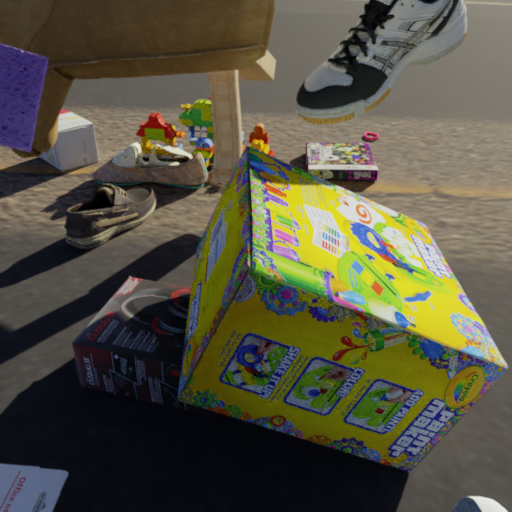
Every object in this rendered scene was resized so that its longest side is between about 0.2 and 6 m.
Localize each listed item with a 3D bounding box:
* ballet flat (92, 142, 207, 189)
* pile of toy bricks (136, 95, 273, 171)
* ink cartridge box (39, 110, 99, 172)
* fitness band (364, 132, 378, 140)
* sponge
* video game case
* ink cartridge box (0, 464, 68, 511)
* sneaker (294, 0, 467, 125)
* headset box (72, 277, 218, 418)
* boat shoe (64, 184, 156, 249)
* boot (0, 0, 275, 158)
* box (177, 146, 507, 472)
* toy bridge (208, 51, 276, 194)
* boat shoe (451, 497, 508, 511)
[{"bbox_3d":[-2.289,-1.981,11.963,2.546,0.856,0.867,2,32,4],"label":"ballet flat"},{"bbox_3d":[-1.085,-2.961,12.914,3.080,1.520,1.709,5,32,9],"label":"pile of toy bricks"},{"bbox_3d":[-4.439,-2.682,12.987,0.960,0.965,1.328,-27,40,-36],"label":"ink cartridge box"},{"bbox_3d":[2.986,-3.107,14.528,0.353,0.092,0.491,1,30,1],"label":"fitness band"},{"bbox_3d":[-2.530,-1.629,5.781,0.561,1.005,0.150,11,-2,-17],"label":"sponge"},{"bbox_3d":[1.909,-2.175,12.809,1.525,0.301,1.683,2,32,3],"label":"video game case"},{"bbox_3d":[-2.521,2.402,5.179,1.435,0.483,0.840,3,32,5],"label":"ink cartridge box"},{"bbox_3d":[1.774,-3.305,8.445,3.270,1.433,1.237,-39,49,-13],"label":"sneaker"},{"bbox_3d":[-1.199,1.063,7.095,2.010,0.754,1.494,9,33,14],"label":"headset box"},{"bbox_3d":[-2.601,-0.890,10.247,0.797,0.785,2.141,15,35,23],"label":"boat shoe"},{"bbox_3d":[-1.847,-2.773,8.121,3.930,3.442,1.300,-10,72,-11],"label":"boot"},{"bbox_3d":[0.755,0.458,6.300,2.670,1.691,2.772,21,29,-13],"label":"box"},{"bbox_3d":[-0.244,-3.556,9.907,0.680,4.995,1.679,7,-1,21],"label":"toy bridge"},{"bbox_3d":[2.082,3.118,3.740,0.971,1.069,2.908,13,39,-10],"label":"boat shoe"}]
